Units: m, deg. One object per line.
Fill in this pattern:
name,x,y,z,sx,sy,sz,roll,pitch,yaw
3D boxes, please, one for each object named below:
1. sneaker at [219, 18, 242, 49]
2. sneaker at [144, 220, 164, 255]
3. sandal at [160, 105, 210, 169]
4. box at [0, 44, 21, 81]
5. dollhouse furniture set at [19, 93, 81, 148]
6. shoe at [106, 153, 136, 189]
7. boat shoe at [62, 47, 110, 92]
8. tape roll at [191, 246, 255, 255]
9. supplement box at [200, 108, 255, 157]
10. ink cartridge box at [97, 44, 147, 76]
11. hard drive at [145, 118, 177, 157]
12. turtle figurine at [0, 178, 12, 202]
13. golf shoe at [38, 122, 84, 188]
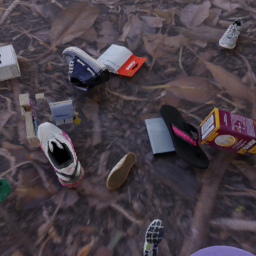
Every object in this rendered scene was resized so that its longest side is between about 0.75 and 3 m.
sneaker,4.357,-4.014,11.817,0.669,0.734,1.789,21,55,15
sneaker,0.545,2.547,6.512,0.393,1.015,0.404,13,16,-6
sandal,1.706,0.130,8.468,0.933,0.560,2.484,-2,53,-34
box,-5.280,-2.300,10.532,2.176,0.654,1.269,-19,54,-13
dollhouse furniture set,-2.092,-0.250,7.925,1.544,1.458,1.007,-10,66,-13
shoe,-0.202,1.242,8.027,0.437,0.334,1.250,44,63,-8
boat shoe,-1.855,-2.135,10.083,2.413,0.901,1.119,31,54,33
tape roll,1.962,3.768,5.555,2.497,1.061,2.497,1,52,-1
supplement box,3.083,0.152,8.198,1.675,0.924,0.717,15,54,-8
ink cartridge box,-0.265,-2.637,10.846,1.584,0.374,1.268,19,53,26
hard drive,1.110,0.252,8.822,0.936,0.221,1.342,-7,53,-6
turtle figurine,-3.983,1.542,6.906,2.261,1.138,1.693,0,43,39
golf shoe,-2.002,0.519,8.050,0.871,1.104,2.399,-28,53,-19
